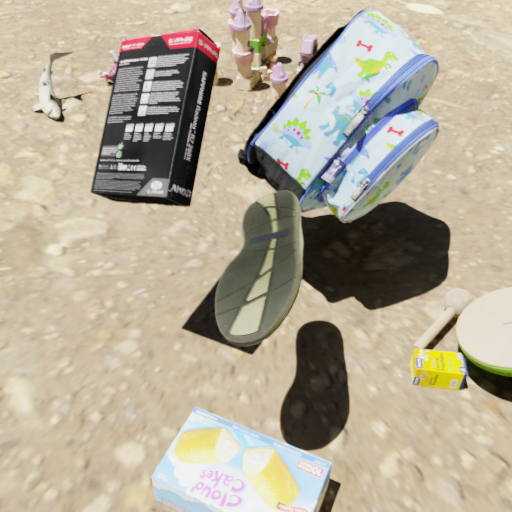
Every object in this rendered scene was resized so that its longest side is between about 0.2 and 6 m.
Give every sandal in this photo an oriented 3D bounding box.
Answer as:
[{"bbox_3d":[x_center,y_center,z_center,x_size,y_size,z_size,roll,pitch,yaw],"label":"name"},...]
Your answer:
[{"bbox_3d":[0.204,0.120,6.740,0.964,0.692,2.427,-7,40,21],"label":"sandal"}]

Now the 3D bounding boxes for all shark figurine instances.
[{"bbox_3d":[-5.457,-4.515,15.149,1.184,1.982,0.827,-5,-9,38],"label":"shark figurine"}]

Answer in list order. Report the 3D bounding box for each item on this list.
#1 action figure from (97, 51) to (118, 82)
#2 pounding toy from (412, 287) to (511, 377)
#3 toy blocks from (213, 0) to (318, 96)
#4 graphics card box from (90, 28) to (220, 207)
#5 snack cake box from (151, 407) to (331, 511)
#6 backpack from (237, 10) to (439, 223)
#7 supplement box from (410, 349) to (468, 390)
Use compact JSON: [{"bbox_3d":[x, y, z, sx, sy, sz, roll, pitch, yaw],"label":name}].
[{"bbox_3d":[-4.019,-5.473,16.557,1.035,0.931,1.391,41,55,-13],"label":"action figure"},{"bbox_3d":[3.846,1.383,8.686,2.222,1.031,1.715,4,41,44],"label":"pounding toy"},{"bbox_3d":[0.159,-6.360,16.015,2.958,2.490,2.764,14,43,16],"label":"toy blocks"},{"bbox_3d":[-1.306,-1.739,7.216,1.349,0.547,2.151,6,82,31],"label":"graphics card box"},{"bbox_3d":[-0.175,2.865,7.067,1.970,0.662,1.133,17,43,18],"label":"snack cake box"},{"bbox_3d":[1.632,-2.050,8.962,2.191,2.981,2.728,41,16,11],"label":"backpack"},{"bbox_3d":[2.766,1.726,8.530,0.752,0.412,0.409,5,42,6],"label":"supplement box"}]
